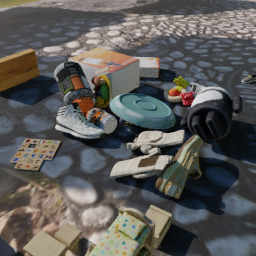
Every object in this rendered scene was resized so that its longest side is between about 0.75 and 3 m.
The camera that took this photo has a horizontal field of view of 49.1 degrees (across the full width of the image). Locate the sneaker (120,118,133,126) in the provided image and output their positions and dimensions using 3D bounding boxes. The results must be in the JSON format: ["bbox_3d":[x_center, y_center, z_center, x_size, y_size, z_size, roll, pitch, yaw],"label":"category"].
[{"bbox_3d":[-0.032,-0.548,12.103,0.698,0.628,1.617,4,26,26],"label":"sneaker"}]

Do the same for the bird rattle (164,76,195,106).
[{"bbox_3d":[2.457,-1.591,13.567,1.392,0.962,1.707,-11,48,4],"label":"bird rattle"}]

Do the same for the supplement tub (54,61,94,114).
[{"bbox_3d":[-2.363,-1.768,12.494,1.331,1.331,2.173,-16,66,-21],"label":"supplement tub"}]

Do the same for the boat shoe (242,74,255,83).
[{"bbox_3d":[6.723,-2.732,15.354,1.122,0.335,0.401,-14,37,-20],"label":"boat shoe"}]

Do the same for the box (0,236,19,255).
[{"bbox_3d":[-3.615,3.140,6.224,1.763,1.052,1.792,25,42,32],"label":"box"}]

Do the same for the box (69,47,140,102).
[{"bbox_3d":[-1.192,-2.843,14.435,2.937,1.562,2.236,24,41,30],"label":"box"}]

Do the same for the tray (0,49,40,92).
[{"bbox_3d":[-6.082,-3.021,14.787,0.545,1.453,2.945,23,41,27],"label":"tray"}]

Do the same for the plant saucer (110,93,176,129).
[{"bbox_3d":[0.675,-0.837,11.823,2.890,0.396,2.890,12,27,-6],"label":"plant saucer"}]

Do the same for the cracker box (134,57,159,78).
[{"bbox_3d":[0.649,-3.546,16.238,2.307,0.665,1.545,4,35,4],"label":"cracker box"}]

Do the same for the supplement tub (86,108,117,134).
[{"bbox_3d":[-1.114,-0.339,11.519,1.252,0.767,0.767,29,44,35],"label":"supplement tub"}]

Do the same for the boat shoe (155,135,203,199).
[{"bbox_3d":[1.953,1.291,9.198,1.010,0.950,2.652,30,53,20],"label":"boat shoe"}]

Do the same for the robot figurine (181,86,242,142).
[{"bbox_3d":[3.269,-0.592,11.078,2.007,1.667,2.671,19,38,13],"label":"robot figurine"}]

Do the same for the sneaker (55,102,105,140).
[{"bbox_3d":[-1.875,-0.333,10.951,2.175,1.251,0.821,14,19,19],"label":"sneaker"}]

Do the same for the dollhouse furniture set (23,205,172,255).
[{"bbox_3d":[-0.618,2.365,6.872,2.532,1.592,2.863,19,39,25],"label":"dollhouse furniture set"}]

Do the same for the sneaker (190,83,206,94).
[{"bbox_3d":[3.693,-1.947,14.197,0.501,0.464,1.236,-17,41,-41],"label":"sneaker"}]

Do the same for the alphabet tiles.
[{"bbox_3d":[-3.405,0.952,10.278,1.419,0.064,1.698,4,35,5],"label":"alphabet tiles"}]

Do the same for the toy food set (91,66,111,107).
[{"bbox_3d":[-1.336,-1.819,12.584,1.055,1.794,0.586,0,4,44],"label":"toy food set"}]

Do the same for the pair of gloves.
[{"bbox_3d":[0.709,0.768,9.567,2.151,0.443,2.529,-7,27,32],"label":"pair of gloves"}]
